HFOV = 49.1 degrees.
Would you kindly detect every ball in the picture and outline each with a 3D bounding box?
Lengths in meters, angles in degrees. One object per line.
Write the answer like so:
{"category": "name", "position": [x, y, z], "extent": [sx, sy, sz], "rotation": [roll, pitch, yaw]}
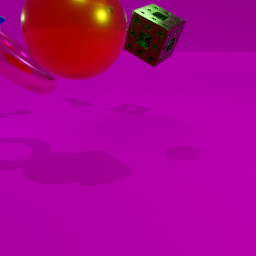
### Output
{"category": "ball", "position": [-0.683, -1.301, 3.658], "extent": [1.342, 1.342, 1.342], "rotation": [0, 17, 0]}

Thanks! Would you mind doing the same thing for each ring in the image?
{"category": "ring", "position": [-2.022, -1.233, 4.694], "extent": [1.928, 0.386, 1.928], "rotation": [39, 6, -4]}

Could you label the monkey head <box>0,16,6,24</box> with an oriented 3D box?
{"category": "monkey head", "position": [-3.989, -2.547, 7.226], "extent": [1.682, 1.014, 1.210], "rotation": [7, 4, 24]}

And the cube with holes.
{"category": "cube with holes", "position": [0.777, -2.787, 8.394], "extent": [1.197, 1.197, 1.197], "rotation": [35, 44, 14]}
